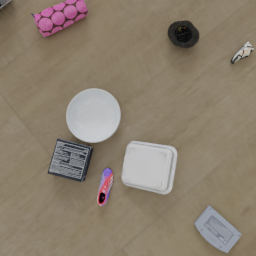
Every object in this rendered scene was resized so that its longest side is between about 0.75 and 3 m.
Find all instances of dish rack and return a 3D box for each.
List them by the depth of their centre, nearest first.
[{"bbox_3d":[0.695,1.428,10.425,2.072,0.451,1.778,7,85,28],"label":"dish rack"}]

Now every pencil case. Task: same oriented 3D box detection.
[{"bbox_3d":[-2.723,-4.602,11.314,2.144,0.973,1.004,-26,56,-5],"label":"pencil case"}]

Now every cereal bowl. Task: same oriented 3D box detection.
[{"bbox_3d":[-1.288,-0.433,10.839,2.064,0.859,2.064,0,84,1],"label":"cereal bowl"}]

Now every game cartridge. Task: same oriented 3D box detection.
[{"bbox_3d":[3.362,3.885,10.651,1.606,0.325,1.071,42,82,4],"label":"game cartridge"}]

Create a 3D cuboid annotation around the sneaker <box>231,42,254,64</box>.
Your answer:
[{"bbox_3d":[4.643,-2.986,11.354,0.455,0.419,1.137,45,86,3],"label":"sneaker"}]

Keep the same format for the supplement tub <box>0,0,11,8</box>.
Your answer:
[{"bbox_3d":[-6.174,-5.033,10.891,2.903,1.779,1.779,-39,85,-3],"label":"supplement tub"}]

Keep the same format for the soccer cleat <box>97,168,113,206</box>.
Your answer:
[{"bbox_3d":[-0.874,2.251,10.706,0.491,0.527,1.439,12,84,1],"label":"soccer cleat"}]

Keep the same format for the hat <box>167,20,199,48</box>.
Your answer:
[{"bbox_3d":[2.216,-3.686,11.379,1.321,0.533,1.321,-1,72,2],"label":"hat"}]

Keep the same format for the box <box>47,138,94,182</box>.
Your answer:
[{"bbox_3d":[-2.149,1.223,10.662,1.358,0.837,1.347,15,84,2],"label":"box"}]
